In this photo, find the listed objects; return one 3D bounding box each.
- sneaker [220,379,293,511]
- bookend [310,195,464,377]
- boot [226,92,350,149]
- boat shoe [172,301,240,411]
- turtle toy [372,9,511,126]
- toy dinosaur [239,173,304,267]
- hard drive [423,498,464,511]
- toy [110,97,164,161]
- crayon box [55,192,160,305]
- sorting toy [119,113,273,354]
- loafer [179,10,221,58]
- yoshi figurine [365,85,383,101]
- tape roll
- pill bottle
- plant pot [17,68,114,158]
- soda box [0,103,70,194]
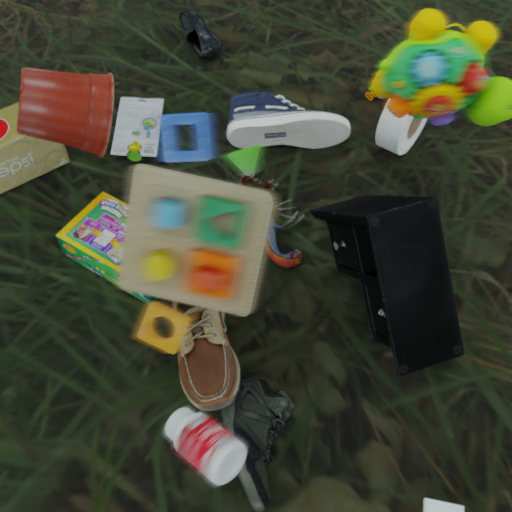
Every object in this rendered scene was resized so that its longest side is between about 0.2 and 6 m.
[{"bbox_3d":[0.125,2.933,9.112,1.228,0.819,2.143,-14,49,-3],"label":"sneaker"},{"bbox_3d":[2.332,0.352,10.502,1.294,2.792,2.810,-16,11,-11],"label":"bookend"},{"bbox_3d":[0.765,-3.423,13.613,2.962,1.078,1.338,0,59,1],"label":"boot"},{"bbox_3d":[-1.004,1.370,9.756,1.085,1.029,2.866,-19,41,-2],"label":"boat shoe"},{"bbox_3d":[3.320,-2.983,9.670,2.576,1.877,1.302,7,65,-14],"label":"turtle toy"},{"bbox_3d":[0.180,-0.650,11.984,2.363,1.241,2.144,-21,63,36],"label":"toy dinosaur"},{"bbox_3d":[2.864,4.264,8.567,0.616,0.125,0.934,10,54,7],"label":"hard drive"},{"bbox_3d":[-2.888,-3.085,13.784,1.087,0.446,1.889,2,57,-2],"label":"toy"},{"bbox_3d":[-2.660,-0.195,11.479,2.431,0.708,1.444,27,58,19],"label":"crayon box"},{"bbox_3d":[-0.949,-0.151,8.026,2.081,3.695,0.503,13,18,6],"label":"sorting toy"},{"bbox_3d":[-1.734,-6.371,16.032,0.717,0.694,2.043,-21,59,-25],"label":"loafer"},{"bbox_3d":[3.247,-4.524,14.829,0.503,0.501,0.895,30,56,28],"label":"yoshi figurine"},{"bbox_3d":[3.490,-3.253,13.090,0.614,1.755,1.755,30,59,21],"label":"tape roll"},{"bbox_3d":[-0.586,2.085,6.244,0.902,0.506,0.506,25,56,37],"label":"pill bottle"},{"bbox_3d":[-3.594,-2.758,10.459,1.559,1.603,1.603,5,50,-25],"label":"plant pot"},{"bbox_3d":[-6.255,-2.085,12.519,3.761,1.274,1.204,-30,59,-20],"label":"soda box"}]
